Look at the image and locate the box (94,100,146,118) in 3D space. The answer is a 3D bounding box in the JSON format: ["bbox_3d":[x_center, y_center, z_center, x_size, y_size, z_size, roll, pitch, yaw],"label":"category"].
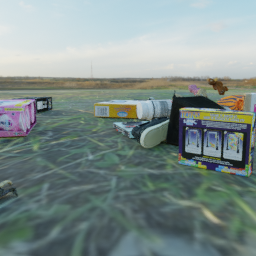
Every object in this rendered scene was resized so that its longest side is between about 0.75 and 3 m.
[{"bbox_3d":[-0.113,-0.859,12.010,1.737,0.605,2.917,3,7,16],"label":"box"}]

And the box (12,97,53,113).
[{"bbox_3d":[-4.482,-1.120,13.225,1.245,0.655,1.520,2,10,12],"label":"box"}]

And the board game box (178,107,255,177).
[{"bbox_3d":[1.403,0.186,4.513,1.164,0.962,0.330,8,13,36],"label":"board game box"}]

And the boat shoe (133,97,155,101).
[{"bbox_3d":[1.148,-1.276,14.320,1.772,0.605,0.654,0,9,2],"label":"boat shoe"}]

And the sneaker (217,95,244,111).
[{"bbox_3d":[4.514,-0.945,10.359,2.470,0.958,1.384,3,-9,24],"label":"sneaker"}]

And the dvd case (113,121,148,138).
[{"bbox_3d":[0.403,0.017,7.841,1.300,0.196,1.781,-3,10,-15],"label":"dvd case"}]

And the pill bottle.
[{"bbox_3d":[1.014,-0.661,10.300,1.278,0.728,0.728,-4,10,-18],"label":"pill bottle"}]

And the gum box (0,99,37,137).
[{"bbox_3d":[-3.491,-0.330,7.966,1.419,0.827,2.501,-2,10,-11],"label":"gum box"}]

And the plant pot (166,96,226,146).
[{"bbox_3d":[1.603,-0.081,6.140,1.065,1.068,0.947,-7,21,-38],"label":"plant pot"}]

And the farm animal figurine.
[{"bbox_3d":[1.952,-0.635,7.641,1.533,1.516,0.799,-22,-19,37],"label":"farm animal figurine"}]

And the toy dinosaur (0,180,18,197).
[{"bbox_3d":[-1.597,0.766,3.384,0.406,0.218,0.920,-4,4,20],"label":"toy dinosaur"}]

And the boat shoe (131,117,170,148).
[{"bbox_3d":[0.754,0.022,6.514,1.706,0.638,0.566,-20,33,-40],"label":"boat shoe"}]

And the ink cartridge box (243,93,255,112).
[{"bbox_3d":[4.058,-0.481,8.176,1.296,1.068,0.487,3,10,19],"label":"ink cartridge box"}]
